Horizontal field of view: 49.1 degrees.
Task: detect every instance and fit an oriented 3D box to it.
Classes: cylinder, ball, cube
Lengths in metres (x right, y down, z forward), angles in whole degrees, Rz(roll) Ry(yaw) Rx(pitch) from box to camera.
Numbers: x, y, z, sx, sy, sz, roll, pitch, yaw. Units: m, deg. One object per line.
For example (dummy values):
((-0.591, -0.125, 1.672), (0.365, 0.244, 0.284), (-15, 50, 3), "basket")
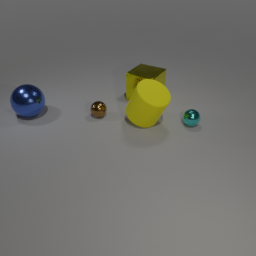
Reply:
((0.774, -0.964, 11.094), (1.400, 1.400, 1.400), (12, 52, -15), "cylinder")
((-1.251, -0.799, 11.900), (0.700, 0.700, 0.700), (0, 33, 0), "ball")
((0.845, -2.037, 13.135), (1.400, 1.400, 1.400), (18, 38, 26), "cube")
((2.571, -0.417, 11.319), (0.700, 0.700, 0.700), (0, 33, 0), "ball")
((-4.215, -1.145, 11.803), (1.400, 1.400, 1.400), (0, 33, 0), "ball")
